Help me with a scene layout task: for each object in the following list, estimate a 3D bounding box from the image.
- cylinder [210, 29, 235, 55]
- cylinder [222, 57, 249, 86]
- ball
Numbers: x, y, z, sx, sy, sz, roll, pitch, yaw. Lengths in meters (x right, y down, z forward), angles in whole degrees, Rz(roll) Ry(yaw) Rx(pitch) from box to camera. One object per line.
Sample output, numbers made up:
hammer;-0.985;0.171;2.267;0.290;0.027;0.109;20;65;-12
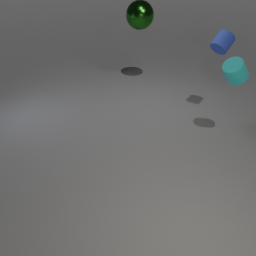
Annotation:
cylinder;3.698;-3.351;10.942;0.700;0.700;0.700;33;86;41
cylinder;3.604;-1.904;9.400;0.700;0.700;0.700;-21;48;25
ball;0.594;-5.638;13.983;1.400;1.400;1.400;0;32;0
